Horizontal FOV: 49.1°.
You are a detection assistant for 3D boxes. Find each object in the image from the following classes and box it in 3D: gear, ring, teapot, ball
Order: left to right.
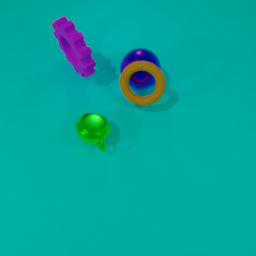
[{"bbox_3d":[-1.674,-2.468,8.692,0.346,1.871,1.871,-35,68,-16],"label":"gear"},{"bbox_3d":[-1.045,0.045,8.103,1.004,0.791,1.615,-18,55,-26],"label":"teapot"},{"bbox_3d":[0.393,-1.852,8.785,1.282,1.282,1.282,0,63,0],"label":"ball"},{"bbox_3d":[0.416,-1.274,8.103,1.351,1.351,0.270,13,31,7],"label":"ring"}]
